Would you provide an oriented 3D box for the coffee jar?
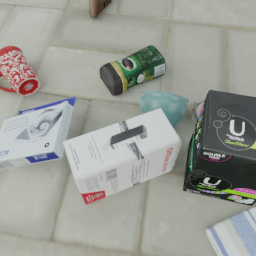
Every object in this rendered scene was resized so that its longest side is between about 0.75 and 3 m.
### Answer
[{"bbox_3d":[0.157,-2.100,10.299,2.313,0.987,1.206,-25,63,-16],"label":"coffee jar"}]

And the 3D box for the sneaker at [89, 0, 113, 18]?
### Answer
[{"bbox_3d":[-1.140,-6.042,12.763,1.016,0.948,2.690,5,59,1],"label":"sneaker"}]

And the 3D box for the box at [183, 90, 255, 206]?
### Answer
[{"bbox_3d":[2.797,0.655,7.496,2.121,2.856,1.775,11,59,7],"label":"box"}]

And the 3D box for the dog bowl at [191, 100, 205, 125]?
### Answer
[{"bbox_3d":[2.791,-0.452,9.648,1.284,0.377,1.284,0,59,0],"label":"dog bowl"}]

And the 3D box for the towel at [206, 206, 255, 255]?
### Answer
[{"bbox_3d":[3.659,3.142,7.478,2.705,0.322,1.986,-18,58,-13],"label":"towel"}]

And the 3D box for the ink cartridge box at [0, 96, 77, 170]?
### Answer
[{"bbox_3d":[-2.762,0.004,8.205,2.352,0.478,2.357,-13,48,19],"label":"ink cartridge box"}]

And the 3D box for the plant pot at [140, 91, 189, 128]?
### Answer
[{"bbox_3d":[1.089,-0.501,9.141,1.579,1.579,1.058,11,86,7],"label":"plant pot"}]

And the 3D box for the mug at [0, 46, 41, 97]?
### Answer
[{"bbox_3d":[-4.088,-1.917,10.340,1.120,1.490,1.679,-12,56,-51],"label":"mug"}]

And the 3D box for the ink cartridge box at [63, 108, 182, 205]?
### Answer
[{"bbox_3d":[-0.137,0.837,7.864,2.829,2.042,1.185,-19,60,-11],"label":"ink cartridge box"}]
